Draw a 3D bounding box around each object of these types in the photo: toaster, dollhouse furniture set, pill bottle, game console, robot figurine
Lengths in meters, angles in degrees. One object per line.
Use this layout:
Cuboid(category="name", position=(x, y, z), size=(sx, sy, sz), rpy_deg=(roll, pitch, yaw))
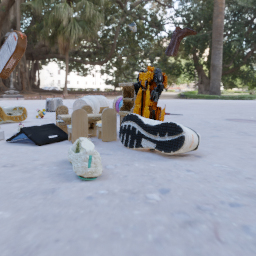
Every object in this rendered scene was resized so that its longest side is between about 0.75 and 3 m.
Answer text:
Cuboid(category="toaster", position=(-5.473, -1.737, 21.016), size=(0.897, 1.019, 1.578), rpy_deg=(7, 10, 37))
Cuboid(category="dollhouse furniture set", position=(-0.942, -0.653, 9.668), size=(2.827, 1.840, 2.597), rpy_deg=(-3, 8, -24))
Cuboid(category="pill bottle", position=(-2.015, -1.140, 15.437), size=(1.284, 1.284, 2.245), rpy_deg=(3, 8, 23))
Cuboid(category="game console", position=(-2.761, 0.339, 8.688), size=(1.232, 0.815, 1.401), rpy_deg=(36, 22, 19))
Cuboid(category="robot figurine", position=(0.683, -0.791, 8.815), size=(0.671, 2.304, 1.670), rpy_deg=(3, 7, -26))

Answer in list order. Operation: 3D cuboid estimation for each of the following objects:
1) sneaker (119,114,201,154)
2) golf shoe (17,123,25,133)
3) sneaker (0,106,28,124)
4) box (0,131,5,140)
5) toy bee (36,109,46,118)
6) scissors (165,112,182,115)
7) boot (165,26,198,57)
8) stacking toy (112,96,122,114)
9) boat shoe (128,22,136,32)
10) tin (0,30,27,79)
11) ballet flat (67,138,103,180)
Cuboid(category="sneaker", position=(0.739, 0.227, 7.380), size=(1.029, 0.948, 2.572), rpy_deg=(11, 4, -41))
Cuboid(category="golf shoe", position=(-3.870, 0.009, 10.234), size=(0.324, 0.393, 0.859), rpy_deg=(-3, 7, -18))
Cuboid(category="sneaker", position=(-6.193, -0.601, 13.326), size=(1.158, 1.000, 2.643), rpy_deg=(-4, -5, 37))
Cuboid(category="box", position=(-4.776, 0.283, 8.455), size=(1.194, 0.315, 1.531), rpy_deg=(4, 9, 26))
Cuboid(category="toy bee", position=(-5.019, -0.828, 15.952), size=(0.663, 0.550, 1.012), rpy_deg=(-52, 20, -18))
Cuboid(category="scissors", position=(2.503, -0.899, 18.140), size=(0.916, 0.174, 2.503), rpy_deg=(-1, 8, -25))
Cuboid(category="boot", position=(2.064, -3.316, 11.054), size=(0.396, 1.232, 1.148), rpy_deg=(16, 9, -43))
Cuboid(category="stacking toy", position=(0.336, -1.288, 17.389), size=(1.239, 1.239, 2.903), rpy_deg=(-6, 13, -40))
Cuboid(category="boat shoe", position=(0.221, -4.599, 12.757), size=(0.346, 0.301, 0.940), rpy_deg=(-19, 28, 0))
Cuboid(category="tin", position=(-4.160, -2.546, 9.804), size=(1.877, 1.051, 0.393), rpy_deg=(-45, -31, 25))
Cuboid(category="ballet flat", position=(-0.845, 0.507, 5.633), size=(0.673, 0.673, 1.875), rpy_deg=(-2, 7, -18))
